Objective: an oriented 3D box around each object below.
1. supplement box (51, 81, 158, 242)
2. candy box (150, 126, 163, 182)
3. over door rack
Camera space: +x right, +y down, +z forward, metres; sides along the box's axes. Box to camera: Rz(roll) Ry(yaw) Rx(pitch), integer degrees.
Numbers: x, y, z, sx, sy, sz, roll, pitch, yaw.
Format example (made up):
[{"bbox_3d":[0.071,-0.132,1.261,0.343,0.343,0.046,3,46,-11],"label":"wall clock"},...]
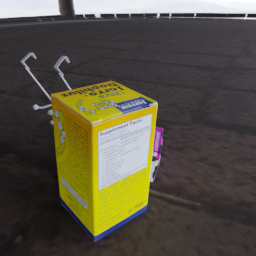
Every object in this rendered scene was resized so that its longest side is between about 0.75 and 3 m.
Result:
[{"bbox_3d":[-0.439,0.531,4.970,1.268,2.330,1.276,-20,36,-36],"label":"supplement box"},{"bbox_3d":[-0.333,0.322,6.845,2.269,0.692,1.547,14,29,3],"label":"candy box"},{"bbox_3d":[-2.094,-0.875,7.957,1.748,2.366,0.788,17,48,37],"label":"over door rack"}]
